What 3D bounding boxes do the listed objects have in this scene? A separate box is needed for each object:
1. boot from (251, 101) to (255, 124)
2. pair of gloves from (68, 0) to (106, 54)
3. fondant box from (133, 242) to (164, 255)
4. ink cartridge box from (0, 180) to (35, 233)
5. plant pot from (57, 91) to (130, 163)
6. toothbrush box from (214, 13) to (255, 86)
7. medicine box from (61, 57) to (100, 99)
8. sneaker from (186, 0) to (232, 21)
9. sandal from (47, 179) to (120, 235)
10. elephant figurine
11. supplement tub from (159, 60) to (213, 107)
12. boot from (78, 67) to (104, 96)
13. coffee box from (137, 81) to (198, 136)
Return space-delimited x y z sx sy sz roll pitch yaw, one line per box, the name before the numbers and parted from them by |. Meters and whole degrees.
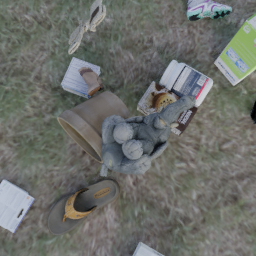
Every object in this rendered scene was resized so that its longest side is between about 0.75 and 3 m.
boot | 5.375 -0.772 10.180 1.460 0.659 1.781 19 82 4
pair of gloves | -1.330 -3.345 9.198 1.787 0.313 1.520 -42 36 26
fondant box | 0.583 5.215 8.826 1.773 0.716 2.458 28 80 6
ink cartridge box | -4.054 2.670 9.604 1.339 0.272 1.336 29 79 6
plant pot | -0.985 -0.203 9.392 2.107 2.107 1.828 41 73 8
toothbrush box | 4.517 -2.946 9.468 2.123 2.916 1.255 -37 80 -7
medicine box | -1.730 -1.845 10.402 1.061 0.600 1.165 21 80 1
sneaker | 3.165 -4.971 11.063 1.747 0.679 1.222 -4 78 -1
sandal | -1.504 2.591 9.378 2.733 0.746 1.117 -26 79 -6
elephant figurine | 0.597 0.228 8.454 2.716 2.107 1.922 -28 116 -41
supplement tub | 2.082 -1.608 10.082 1.636 1.148 1.148 32 80 7
boot | -1.329 -1.628 9.504 0.466 1.326 0.970 -39 92 20
coffee box | 1.399 -0.685 10.090 1.882 0.751 1.064 32 80 7
